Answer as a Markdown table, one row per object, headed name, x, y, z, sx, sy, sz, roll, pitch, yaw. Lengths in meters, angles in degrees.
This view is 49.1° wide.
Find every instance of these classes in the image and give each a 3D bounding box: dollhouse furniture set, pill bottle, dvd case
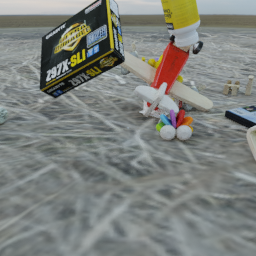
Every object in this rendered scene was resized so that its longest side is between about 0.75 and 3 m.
| name | x | y | z | sx | sy | sz | roll | pitch | yaw |
| --- | --- | --- | --- | --- | --- | --- | --- | --- | --- |
| dollhouse furniture set | 4.016 | -1.597 | 10.222 | 0.958 | 0.636 | 0.839 | 11 | 26 | 25 |
| pill bottle | 1.275 | -2.739 | 6.719 | 0.797 | 1.423 | 0.797 | -16 | 29 | 9 |
| dvd case | 4.242 | -0.299 | 7.789 | 2.468 | 0.217 | 1.761 | -10 | 27 | -23 |

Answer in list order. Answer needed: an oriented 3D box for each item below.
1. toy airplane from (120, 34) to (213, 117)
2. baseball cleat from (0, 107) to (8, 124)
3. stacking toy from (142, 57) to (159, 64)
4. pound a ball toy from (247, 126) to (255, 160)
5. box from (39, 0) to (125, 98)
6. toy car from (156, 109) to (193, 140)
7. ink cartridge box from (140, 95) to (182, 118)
| name | x | y | z | sx | sy | sz | roll | pitch | yaw |
| --- | --- | --- | --- | --- | --- | --- | --- | --- | --- |
| toy airplane | 1.038 | -1.449 | 8.399 | 2.645 | 2.657 | 1.875 | -18 | -6 | -17 |
| baseball cleat | -3.909 | -0.143 | 7.134 | 0.914 | 0.599 | 1.718 | 2 | 14 | 22 |
| stacking toy | 1.557 | -3.195 | 14.173 | 1.579 | 0.492 | 2.095 | -3 | 26 | -3 |
| pound a ball toy | 3.408 | -0.131 | 6.052 | 2.088 | 1.361 | 0.887 | -16 | -6 | -32 |
| box | -0.757 | -1.249 | 4.365 | 1.439 | 1.149 | 0.355 | -21 | -28 | 27 |
| toy car | 1.141 | -0.125 | 6.811 | 0.901 | 0.675 | 0.788 | 1 | 24 | 2 |
| ink cartridge box | 1.010 | -0.756 | 8.532 | 0.781 | 0.452 | 1.341 | 17 | 29 | 34 |
